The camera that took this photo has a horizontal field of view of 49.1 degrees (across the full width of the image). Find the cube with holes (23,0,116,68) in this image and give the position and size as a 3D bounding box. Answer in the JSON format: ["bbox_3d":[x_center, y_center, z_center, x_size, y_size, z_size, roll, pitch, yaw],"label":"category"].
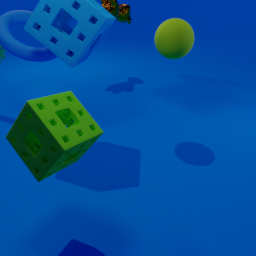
[{"bbox_3d":[-1.258,-2.398,6.419,1.301,1.301,1.301,38,20,-9],"label":"cube with holes"}]

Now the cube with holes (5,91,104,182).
[{"bbox_3d":[-1.049,0.098,4.034,0.819,0.819,0.819,51,35,9],"label":"cube with holes"}]

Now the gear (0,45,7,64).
[{"bbox_3d":[-4.026,-2.441,8.362,1.076,1.076,0.199,17,12,28],"label":"gear"}]

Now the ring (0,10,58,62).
[{"bbox_3d":[-2.504,-2.397,7.260,1.738,0.348,1.738,15,50,-19],"label":"ring"}]

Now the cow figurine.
[{"bbox_3d":[-0.593,-4.396,10.959,0.887,1.589,1.615,25,73,37],"label":"cow figurine"}]

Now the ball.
[{"bbox_3d":[1.124,-2.160,6.813,0.954,0.954,0.954,0,30,0],"label":"ball"}]
